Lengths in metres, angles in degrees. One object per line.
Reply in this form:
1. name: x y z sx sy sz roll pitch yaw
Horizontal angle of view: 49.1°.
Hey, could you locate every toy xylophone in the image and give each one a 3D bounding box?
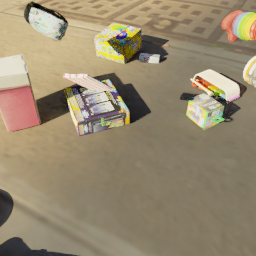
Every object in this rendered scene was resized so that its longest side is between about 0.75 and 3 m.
1. toy xylophone: 3.454 -1.744 11.475 1.538 0.528 2.101 -17 43 -19

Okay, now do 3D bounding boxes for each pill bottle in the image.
1. pill bottle: 5.802 -1.928 11.109 1.282 1.282 2.203 -17 43 -19

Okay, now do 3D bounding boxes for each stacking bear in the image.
1. stacking bear: 2.441 -1.939 5.467 0.568 0.606 0.998 -47 39 4

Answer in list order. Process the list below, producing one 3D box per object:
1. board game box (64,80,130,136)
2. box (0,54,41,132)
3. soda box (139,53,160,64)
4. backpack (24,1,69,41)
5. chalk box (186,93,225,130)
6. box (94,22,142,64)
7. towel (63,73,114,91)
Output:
1. board game box: -1.191 -0.816 10.314 1.871 0.642 2.264 -15 43 -14
2. box: -3.852 -1.169 9.545 1.172 2.151 1.375 -16 43 -18
3. soda box: 1.038 -3.380 13.560 0.983 0.312 0.336 9 41 10
4. backpack: -2.807 -3.706 9.833 1.409 0.892 1.176 26 16 -1
5. chalk box: 2.799 -0.521 9.857 0.794 0.790 1.277 -19 45 -23
6. box: -0.460 -4.216 13.852 1.675 1.061 1.739 21 51 23
7. towel: -0.996 -1.166 6.981 0.854 0.175 1.168 20 -5 -41
